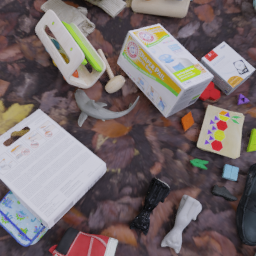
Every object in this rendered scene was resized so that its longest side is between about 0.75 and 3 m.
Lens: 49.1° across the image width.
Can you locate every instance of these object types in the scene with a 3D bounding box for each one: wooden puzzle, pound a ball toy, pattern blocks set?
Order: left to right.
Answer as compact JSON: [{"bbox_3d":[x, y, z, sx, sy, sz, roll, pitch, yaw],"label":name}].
[{"bbox_3d":[-1.632,-2.246,9.168,1.230,1.889,2.897,-45,64,20],"label":"pound a ball toy"},{"bbox_3d":[1.337,-5.280,10.203,2.096,0.524,2.263,13,85,14],"label":"wooden puzzle"},{"bbox_3d":[2.942,0.078,8.836,2.541,0.234,2.891,26,72,9],"label":"pattern blocks set"}]

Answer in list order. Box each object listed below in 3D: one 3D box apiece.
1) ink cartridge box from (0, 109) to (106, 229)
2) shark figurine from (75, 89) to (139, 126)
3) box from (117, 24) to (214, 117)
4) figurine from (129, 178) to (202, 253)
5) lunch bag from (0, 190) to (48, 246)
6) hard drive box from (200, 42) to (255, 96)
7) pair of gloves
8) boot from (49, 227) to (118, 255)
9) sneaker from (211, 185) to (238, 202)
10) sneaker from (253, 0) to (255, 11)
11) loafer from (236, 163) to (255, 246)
[{"bbox_3d":[-2.387,1.029,7.966,2.826,0.708,2.274,36,56,16],"label":"ink cartridge box"},{"bbox_3d":[-0.809,-0.655,8.704,2.141,0.893,1.279,12,61,8],"label":"shark figurine"},{"bbox_3d":[1.061,-1.828,8.664,1.435,1.293,2.552,-26,67,-34],"label":"box"},{"bbox_3d":[1.057,2.463,7.826,1.614,0.695,1.575,28,80,9],"label":"figurine"},{"bbox_3d":[-2.878,2.432,7.802,1.507,0.621,1.211,39,78,14],"label":"lunch bag"},{"bbox_3d":[3.279,-1.999,9.420,1.124,0.554,1.442,-39,74,-14],"label":"hard drive box"},{"bbox_3d":[-1.672,-4.571,10.399,2.604,0.457,2.215,-40,76,-12],"label":"pair of gloves"},{"bbox_3d":[-1.370,3.883,7.172,1.720,0.863,2.384,12,63,5],"label":"boot"},{"bbox_3d":[2.844,1.893,8.176,0.762,0.289,0.346,23,62,4],"label":"sneaker"},{"bbox_3d":[4.969,-5.544,10.415,1.903,1.159,2.915,39,65,11],"label":"sneaker"},{"bbox_3d":[3.591,2.047,7.805,0.810,0.838,2.386,17,71,6],"label":"loafer"}]
